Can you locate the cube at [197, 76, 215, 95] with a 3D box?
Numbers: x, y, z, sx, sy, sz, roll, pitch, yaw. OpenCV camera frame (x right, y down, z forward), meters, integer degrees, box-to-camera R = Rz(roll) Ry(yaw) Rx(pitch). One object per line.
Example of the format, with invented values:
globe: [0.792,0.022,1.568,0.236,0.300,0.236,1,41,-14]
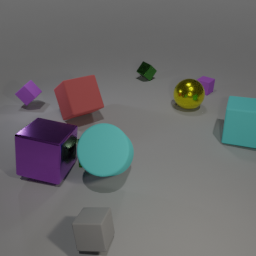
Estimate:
cube: [3.964,-2.187,14.412,0.700,0.700,0.700,24,38,33]

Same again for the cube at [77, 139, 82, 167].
cube: [-1.327,0.811,9.391,0.700,0.700,0.700,-4,32,-12]

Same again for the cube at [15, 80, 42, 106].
cube: [-4.439,-1.575,12.522,0.700,0.700,0.700,-33,21,25]

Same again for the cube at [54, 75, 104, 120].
cube: [-2.047,-1.243,11.603,1.400,1.400,1.400,-18,2,-30]

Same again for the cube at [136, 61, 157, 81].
cube: [1.052,-3.212,15.804,0.700,0.700,0.700,38,6,39]

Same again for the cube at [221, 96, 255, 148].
cube: [4.329,-0.247,10.362,1.400,1.400,1.400,9,29,20]

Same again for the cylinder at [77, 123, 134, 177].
cylinder: [-0.587,0.661,7.951,1.400,1.400,1.400,4,-8,7]

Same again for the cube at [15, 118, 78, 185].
cube: [-2.487,0.670,8.684,1.400,1.400,1.400,12,25,7]

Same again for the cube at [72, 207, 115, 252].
cube: [-0.766,2.287,6.369,0.700,0.700,0.700,-4,14,15]

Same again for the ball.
ball: [2.759,-1.531,12.670,1.400,1.400,1.400,0,31,0]
